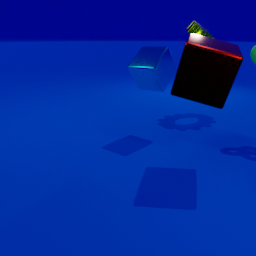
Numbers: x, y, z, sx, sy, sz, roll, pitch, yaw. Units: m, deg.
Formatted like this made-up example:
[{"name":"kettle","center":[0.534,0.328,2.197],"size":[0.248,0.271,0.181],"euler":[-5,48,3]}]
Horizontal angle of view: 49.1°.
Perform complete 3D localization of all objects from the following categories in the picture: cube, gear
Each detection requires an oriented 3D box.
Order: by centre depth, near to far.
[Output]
[{"name":"cube","center":[1.465,-1.110,5.318],"size":[0.999,0.999,0.999],"euler":[17,31,7]},{"name":"cube","center":[0.637,-1.519,7.200],"size":[0.810,0.810,0.810],"euler":[13,59,37]},{"name":"gear","center":[2.706,-2.719,9.114],"size":[1.854,0.343,1.854],"euler":[32,29,-21]}]

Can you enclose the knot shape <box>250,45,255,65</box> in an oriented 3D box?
[{"name":"knot shape","center":[3.564,-1.667,6.742],"size":[1.204,1.287,0.595],"euler":[26,14,15]}]
